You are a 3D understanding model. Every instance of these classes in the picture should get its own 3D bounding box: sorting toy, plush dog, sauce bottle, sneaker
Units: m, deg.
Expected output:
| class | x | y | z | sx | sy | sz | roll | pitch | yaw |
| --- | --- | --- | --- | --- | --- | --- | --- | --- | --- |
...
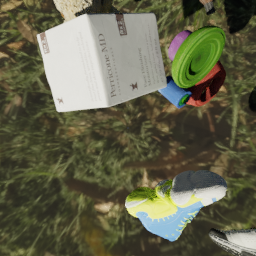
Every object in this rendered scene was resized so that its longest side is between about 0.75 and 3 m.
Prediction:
| class | x | y | z | sx | sy | sz | roll | pitch | yaw |
| --- | --- | --- | --- | --- | --- | --- | --- | --- | --- |
| sorting toy | 1.323 | -1.380 | 6.435 | 1.612 | 2.682 | 1.101 | -45 | 61 | 2 |
| plush dog | -1.140 | -3.344 | 7.134 | 2.093 | 2.609 | 2.241 | -6 | 35 | 13 |
| sauce bottle | 1.704 | -3.040 | 6.213 | 0.333 | 0.333 | 1.029 | -23 | 101 | -10 |
| sneaker | 2.342 | 2.202 | 5.426 | 1.582 | 0.583 | 0.633 | 4 | 59 | 44 |
| sneaker | 0.766 | 1.152 | 4.058 | 0.853 | 1.623 | 0.615 | 59 | 41 | -13 |

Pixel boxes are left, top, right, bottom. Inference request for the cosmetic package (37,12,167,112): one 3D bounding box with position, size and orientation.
| class | x | y | z | sx | sy | sz | roll | pitch | yaw |
| --- | --- | --- | --- | --- | --- | --- | --- | --- | --- |
| cosmetic package | -0.473 | -1.368 | 5.832 | 1.959 | 1.617 | 1.615 | -26 | 108 | -45 |
